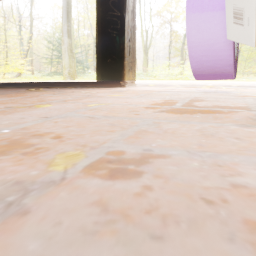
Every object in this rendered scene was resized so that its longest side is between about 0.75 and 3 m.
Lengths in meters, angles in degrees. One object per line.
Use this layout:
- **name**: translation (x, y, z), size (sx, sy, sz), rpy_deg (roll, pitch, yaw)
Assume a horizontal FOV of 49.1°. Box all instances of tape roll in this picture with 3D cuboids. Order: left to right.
- **tape roll**: translation (2.026, -2.478, 6.339), size (0.911, 2.778, 2.778), rpy_deg (4, 12, 23)

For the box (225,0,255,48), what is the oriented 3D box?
- **box**: translation (2.323, -2.083, 4.657), size (1.240, 0.944, 0.659), rpy_deg (-30, 40, -12)
